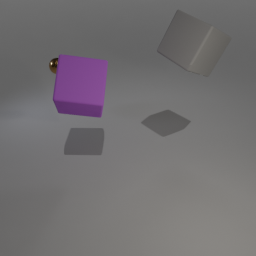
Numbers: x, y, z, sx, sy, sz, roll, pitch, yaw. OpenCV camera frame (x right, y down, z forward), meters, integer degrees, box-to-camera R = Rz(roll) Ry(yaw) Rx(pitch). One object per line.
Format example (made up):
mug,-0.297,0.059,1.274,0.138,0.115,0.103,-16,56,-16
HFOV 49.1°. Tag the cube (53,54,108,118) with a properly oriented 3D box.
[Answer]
cube,-1.405,-1.211,8.488,1.400,1.400,1.400,6,-13,-7

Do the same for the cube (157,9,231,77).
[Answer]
cube,2.066,-2.623,8.807,1.400,1.400,1.400,-1,36,-49

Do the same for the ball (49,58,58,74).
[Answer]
ball,-3.068,-2.685,12.148,0.700,0.700,0.700,0,30,0
